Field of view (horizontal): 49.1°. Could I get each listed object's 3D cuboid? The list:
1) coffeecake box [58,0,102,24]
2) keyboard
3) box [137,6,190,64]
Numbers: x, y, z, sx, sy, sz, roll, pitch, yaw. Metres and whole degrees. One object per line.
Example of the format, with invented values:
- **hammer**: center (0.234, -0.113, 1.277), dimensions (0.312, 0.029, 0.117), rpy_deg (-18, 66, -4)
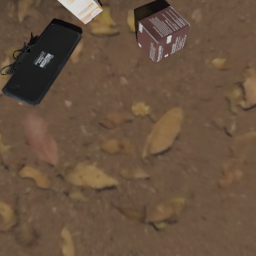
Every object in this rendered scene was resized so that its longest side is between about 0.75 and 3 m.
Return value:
- **coffeecake box**: center (-1.869, -4.428, 8.404), dimensions (0.792, 2.168, 1.664), rpy_deg (-32, 74, 16)
- **keyboard**: center (-2.684, -2.000, 8.633), dimensions (1.531, 0.583, 2.942), rpy_deg (24, 64, 3)
- **box**: center (1.070, -2.879, 8.709), dimensions (1.230, 1.021, 1.010), rpy_deg (-31, 69, -14)
